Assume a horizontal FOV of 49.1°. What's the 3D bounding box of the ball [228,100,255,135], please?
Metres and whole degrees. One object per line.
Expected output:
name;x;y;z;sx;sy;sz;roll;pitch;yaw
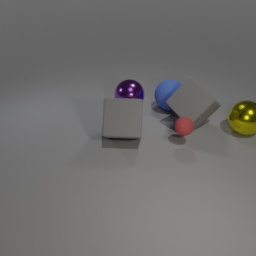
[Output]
ball;4.760;-0.411;11.282;1.400;1.400;1.400;0;32;0

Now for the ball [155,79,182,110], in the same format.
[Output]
ball;1.918;-1.532;12.838;1.400;1.400;1.400;0;32;0

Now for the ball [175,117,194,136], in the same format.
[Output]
ball;2.082;-0.062;10.380;0.700;0.700;0.700;0;32;0

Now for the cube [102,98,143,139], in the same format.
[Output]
cube;-0.165;-0.320;10.654;1.400;1.400;1.400;2;-4;3

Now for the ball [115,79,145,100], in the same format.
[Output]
ball;0.071;-1.563;13.051;1.400;1.400;1.400;0;32;0

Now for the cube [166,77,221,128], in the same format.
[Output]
cube;2.670;-0.985;11.380;1.400;1.400;1.400;50;18;21
